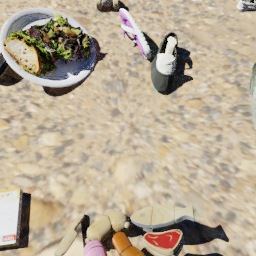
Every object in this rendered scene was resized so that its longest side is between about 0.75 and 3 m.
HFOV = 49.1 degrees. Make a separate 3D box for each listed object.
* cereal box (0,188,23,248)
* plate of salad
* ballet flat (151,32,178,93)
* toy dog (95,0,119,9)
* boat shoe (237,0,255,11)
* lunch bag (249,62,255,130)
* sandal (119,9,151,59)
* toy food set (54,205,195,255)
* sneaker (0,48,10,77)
[{"bbox_3d":[-2.960,2.081,6.452,0.921,0.253,1.281,-6,57,-4],"label":"cereal box"},{"bbox_3d":[-2.400,-2.665,8.798,2.981,0.716,2.981,9,65,-20],"label":"plate of salad"},{"bbox_3d":[1.196,-2.212,8.918,0.784,0.789,2.306,14,58,-5],"label":"ballet flat"},{"bbox_3d":[-0.893,-5.522,11.027,1.302,0.951,1.975,-21,59,-13],"label":"toy dog"},{"bbox_3d":[4.917,-4.917,10.933,1.292,0.448,0.458,-16,58,-10],"label":"boat shoe"},{"bbox_3d":[4.457,-0.965,7.891,1.693,1.214,2.064,5,62,3],"label":"lunch bag"},{"bbox_3d":[0.107,-3.198,9.473,0.523,0.867,2.130,-28,69,-3],"label":"sandal"},{"bbox_3d":[-0.025,2.280,5.664,2.688,0.423,1.709,-7,22,21],"label":"toy food set"},{"bbox_3d":[-4.284,-2.889,9.282,1.488,0.972,2.661,22,61,13],"label":"sneaker"}]
